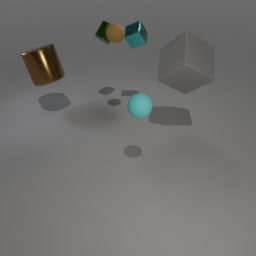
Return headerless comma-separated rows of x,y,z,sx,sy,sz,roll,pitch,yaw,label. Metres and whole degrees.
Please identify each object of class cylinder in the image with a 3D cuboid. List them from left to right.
-3.545,-2.652,11.796,1.400,1.400,1.400,-14,24,6,cylinder
-0.932,-4.012,11.802,0.700,0.700,0.700,30,4,-2,cylinder

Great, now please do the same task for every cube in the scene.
0.335,-3.830,11.534,0.700,0.700,0.700,-11,54,28,cube
2.058,-2.263,9.908,1.400,1.400,1.400,20,64,-29,cube

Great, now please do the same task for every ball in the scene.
-0.454,-3.467,10.252,0.700,0.700,0.700,0,31,0,ball
0.330,-0.621,7.862,0.700,0.700,0.700,0,31,0,ball
